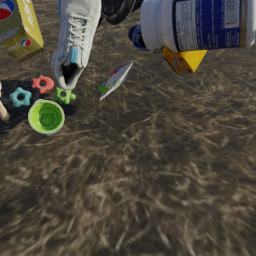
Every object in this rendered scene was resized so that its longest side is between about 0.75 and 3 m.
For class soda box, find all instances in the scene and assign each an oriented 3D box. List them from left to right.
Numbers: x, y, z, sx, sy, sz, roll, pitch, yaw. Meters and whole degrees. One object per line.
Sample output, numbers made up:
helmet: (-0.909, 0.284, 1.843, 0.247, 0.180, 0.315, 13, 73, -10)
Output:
soda box: (-3.216, -3.281, 7.811, 0.904, 0.956, 2.823, -24, 69, 9)

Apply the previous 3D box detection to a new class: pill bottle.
pill bottle: (1.830, -2.868, 7.379, 2.796, 1.618, 1.618, 2, 30, 21)

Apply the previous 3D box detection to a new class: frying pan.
frying pan: (-0.739, -4.353, 9.784, 0.454, 1.687, 2.788, 3, 0, -43)

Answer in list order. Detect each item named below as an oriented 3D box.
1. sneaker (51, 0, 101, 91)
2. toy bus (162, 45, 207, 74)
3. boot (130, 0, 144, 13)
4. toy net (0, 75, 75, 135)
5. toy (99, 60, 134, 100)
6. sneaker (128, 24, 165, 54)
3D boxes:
sneaker: (-0.627, -1.080, 3.456, 0.535, 1.427, 0.618, 4, 40, -19)
toy bus: (2.227, -3.213, 9.128, 1.144, 0.951, 2.922, 17, 71, 51)
boot: (0.141, -4.877, 9.929, 1.547, 1.347, 0.535, -12, 19, 15)
toy net: (-2.040, -0.635, 4.956, 2.061, 0.398, 1.081, 21, 74, -7)
toy: (-0.404, -1.480, 8.172, 0.345, 0.841, 1.460, 34, 47, 5)
sneaker: (0.548, -3.335, 10.273, 0.951, 0.855, 2.313, -7, 28, -31)
